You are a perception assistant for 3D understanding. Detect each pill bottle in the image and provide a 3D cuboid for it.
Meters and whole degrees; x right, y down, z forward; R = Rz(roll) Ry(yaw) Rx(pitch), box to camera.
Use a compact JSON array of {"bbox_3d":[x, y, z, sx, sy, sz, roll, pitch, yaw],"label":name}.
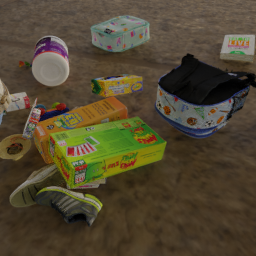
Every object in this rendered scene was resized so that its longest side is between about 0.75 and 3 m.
[{"bbox_3d":[-3.328,-3.028,12.135,1.460,1.460,2.596,-7,40,-9],"label":"pill bottle"}]

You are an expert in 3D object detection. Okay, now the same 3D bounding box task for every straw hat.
[{"bbox_3d":[-3.378,0.703,8.450,1.074,0.454,1.074,1,40,-1],"label":"straw hat"}]

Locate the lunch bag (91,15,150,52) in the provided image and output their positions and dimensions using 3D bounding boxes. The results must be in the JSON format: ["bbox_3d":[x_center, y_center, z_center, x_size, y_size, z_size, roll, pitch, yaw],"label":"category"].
[{"bbox_3d":[-0.475,-5.094,14.899,2.891,1.114,2.318,-30,48,-31],"label":"lunch bag"}]

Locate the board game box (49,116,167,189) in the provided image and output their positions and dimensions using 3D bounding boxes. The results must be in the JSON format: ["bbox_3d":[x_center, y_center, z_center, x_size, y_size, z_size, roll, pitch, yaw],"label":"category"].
[{"bbox_3d":[-0.546,0.558,7.958,2.967,0.706,1.507,-13,40,-33],"label":"board game box"}]

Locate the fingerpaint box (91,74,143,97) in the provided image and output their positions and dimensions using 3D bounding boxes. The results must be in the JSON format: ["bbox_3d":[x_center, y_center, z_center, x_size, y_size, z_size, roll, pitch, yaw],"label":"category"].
[{"bbox_3d":[-0.421,-1.601,10.321,1.522,0.558,1.270,-14,20,-26],"label":"fingerpaint box"}]

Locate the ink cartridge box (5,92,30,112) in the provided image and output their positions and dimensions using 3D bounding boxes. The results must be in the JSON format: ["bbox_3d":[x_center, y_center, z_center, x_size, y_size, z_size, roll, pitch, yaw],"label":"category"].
[{"bbox_3d":[-4.186,-0.984,10.480,0.866,0.371,0.639,-15,42,-30],"label":"ink cartridge box"}]

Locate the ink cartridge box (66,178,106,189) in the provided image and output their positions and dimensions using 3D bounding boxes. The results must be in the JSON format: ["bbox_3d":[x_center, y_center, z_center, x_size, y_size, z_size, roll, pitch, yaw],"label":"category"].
[{"bbox_3d":[-1.141,1.418,7.795,1.083,0.201,0.513,-3,39,0],"label":"ink cartridge box"}]

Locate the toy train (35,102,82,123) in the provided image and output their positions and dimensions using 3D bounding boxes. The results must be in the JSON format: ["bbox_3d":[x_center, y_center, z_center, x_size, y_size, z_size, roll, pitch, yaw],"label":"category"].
[{"bbox_3d":[-2.342,-0.580,9.823,1.955,0.828,1.131,-16,29,-19],"label":"toy train"}]

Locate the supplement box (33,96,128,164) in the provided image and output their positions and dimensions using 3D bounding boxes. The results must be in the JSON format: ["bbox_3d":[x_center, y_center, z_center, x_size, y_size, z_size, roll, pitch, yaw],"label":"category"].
[{"bbox_3d":[-1.452,-0.003,8.899,2.922,1.005,0.972,-25,43,-23],"label":"supplement box"}]

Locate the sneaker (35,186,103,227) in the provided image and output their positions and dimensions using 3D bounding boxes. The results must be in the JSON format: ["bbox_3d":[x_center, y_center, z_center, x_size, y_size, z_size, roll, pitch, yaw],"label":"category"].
[{"bbox_3d":[-1.524,1.927,6.876,1.716,0.634,0.694,7,43,11],"label":"sneaker"}]

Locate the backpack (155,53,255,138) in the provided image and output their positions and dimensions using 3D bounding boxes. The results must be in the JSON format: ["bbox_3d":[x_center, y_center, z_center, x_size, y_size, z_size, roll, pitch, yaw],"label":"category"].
[{"bbox_3d":[2.202,-0.979,9.130,2.697,2.181,2.832,-23,40,-40],"label":"backpack"}]

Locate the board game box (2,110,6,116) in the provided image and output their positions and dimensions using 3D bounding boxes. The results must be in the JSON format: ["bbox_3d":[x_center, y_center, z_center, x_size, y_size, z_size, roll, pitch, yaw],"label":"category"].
[{"bbox_3d":[-4.909,-0.736,10.450,0.538,0.120,1.027,-17,43,-22],"label":"board game box"}]

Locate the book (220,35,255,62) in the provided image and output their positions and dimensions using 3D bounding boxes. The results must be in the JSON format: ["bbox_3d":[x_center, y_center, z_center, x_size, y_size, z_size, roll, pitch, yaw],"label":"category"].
[{"bbox_3d":[5.577,-4.075,14.223,1.520,0.547,2.276,10,42,17],"label":"book"}]

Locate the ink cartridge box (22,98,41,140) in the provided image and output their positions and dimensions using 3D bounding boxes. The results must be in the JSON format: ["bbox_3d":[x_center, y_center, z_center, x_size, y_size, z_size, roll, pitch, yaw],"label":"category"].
[{"bbox_3d":[-1.927,-0.190,5.724,0.194,0.769,0.419,21,25,-22],"label":"ink cartridge box"}]

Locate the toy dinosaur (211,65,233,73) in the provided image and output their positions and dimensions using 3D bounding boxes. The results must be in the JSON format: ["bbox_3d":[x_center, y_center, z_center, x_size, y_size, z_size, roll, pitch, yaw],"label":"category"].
[{"bbox_3d":[4.215,-2.405,12.299,0.622,0.335,1.411,-26,45,-7],"label":"toy dinosaur"}]

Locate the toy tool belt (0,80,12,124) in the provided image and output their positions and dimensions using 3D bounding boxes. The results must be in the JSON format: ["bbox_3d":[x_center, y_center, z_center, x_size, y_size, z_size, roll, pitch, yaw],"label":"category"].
[{"bbox_3d":[-4.928,-0.646,9.475,1.800,1.771,2.882,-2,49,-29],"label":"toy tool belt"}]

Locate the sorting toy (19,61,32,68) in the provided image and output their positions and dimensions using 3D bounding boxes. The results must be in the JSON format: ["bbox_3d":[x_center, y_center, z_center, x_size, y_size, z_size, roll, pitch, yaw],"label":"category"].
[{"bbox_3d":[-4.780,-2.914,13.026,0.761,0.264,0.262,11,64,16],"label":"sorting toy"}]

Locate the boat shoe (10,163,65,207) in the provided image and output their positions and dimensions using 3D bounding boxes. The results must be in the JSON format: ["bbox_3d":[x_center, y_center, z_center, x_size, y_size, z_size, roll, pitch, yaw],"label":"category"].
[{"bbox_3d":[-2.372,1.483,7.466,1.670,0.624,0.571,-29,32,-31],"label":"boat shoe"}]
